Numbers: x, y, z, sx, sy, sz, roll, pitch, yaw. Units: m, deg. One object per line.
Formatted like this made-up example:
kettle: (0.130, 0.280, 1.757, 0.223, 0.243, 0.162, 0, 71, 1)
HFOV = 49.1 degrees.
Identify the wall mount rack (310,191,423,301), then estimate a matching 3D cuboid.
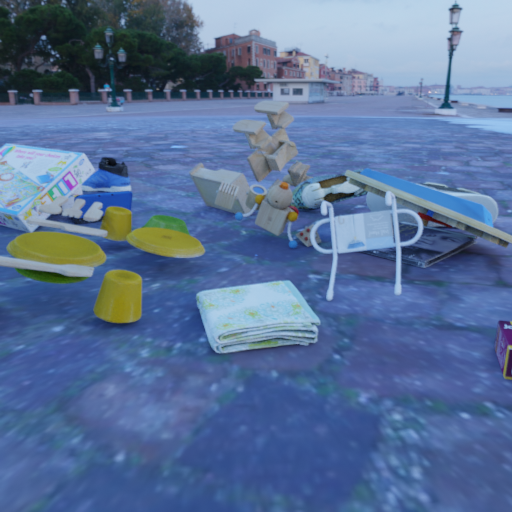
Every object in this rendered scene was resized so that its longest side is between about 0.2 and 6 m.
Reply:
wall mount rack: (1.562, -0.127, 8.262, 1.716, 1.491, 0.640, -7, -4, 24)

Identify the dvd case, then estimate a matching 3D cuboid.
dvd case: (3.020, -0.273, 10.758, 1.641, 0.176, 2.206, 17, 23, 41)

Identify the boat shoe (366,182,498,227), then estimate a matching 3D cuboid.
boat shoe: (3.802, -1.113, 12.322, 2.754, 0.974, 0.877, 9, 18, 7)

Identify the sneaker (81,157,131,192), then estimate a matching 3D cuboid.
sneaker: (-4.384, -2.339, 15.924, 1.784, 0.993, 0.685, 8, 19, 24)

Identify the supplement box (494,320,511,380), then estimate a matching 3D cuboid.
supplement box: (2.992, 1.062, 6.260, 0.495, 0.390, 0.756, 4, 18, 12)

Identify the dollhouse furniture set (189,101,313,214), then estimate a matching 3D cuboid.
dollhouse furniture set: (-0.143, -2.223, 13.805, 1.595, 2.252, 2.452, 20, 56, 43)

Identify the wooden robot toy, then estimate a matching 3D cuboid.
wooden robot toy: (0.360, -1.071, 10.825, 2.266, 1.028, 0.998, 28, 40, 12)

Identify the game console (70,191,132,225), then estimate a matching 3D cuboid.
game console: (-3.517, -1.164, 12.662, 1.269, 0.751, 1.083, -8, 20, -25)

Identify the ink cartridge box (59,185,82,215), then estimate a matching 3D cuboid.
ink cartridge box: (-4.595, -1.472, 13.466, 0.616, 0.837, 0.605, 15, 25, 38)

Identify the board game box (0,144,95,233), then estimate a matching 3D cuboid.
board game box: (-5.474, -1.644, 12.860, 3.106, 0.532, 2.088, 13, 54, 35)

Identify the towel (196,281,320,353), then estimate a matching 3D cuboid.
towel: (-0.016, 0.740, 7.293, 1.353, 0.381, 1.581, -3, 18, -12)

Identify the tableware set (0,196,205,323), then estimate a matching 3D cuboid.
tableware set: (-2.256, -0.047, 9.017, 2.859, 0.651, 4.244, 10, 16, -11)

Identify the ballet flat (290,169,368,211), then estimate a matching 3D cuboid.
ballet flat: (1.743, -1.559, 13.166, 2.169, 0.805, 0.805, -17, 13, 16)

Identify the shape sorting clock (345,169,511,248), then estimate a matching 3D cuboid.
shape sorting clock: (3.102, -0.851, 10.137, 3.230, 0.634, 3.230, 18, 9, -3)
